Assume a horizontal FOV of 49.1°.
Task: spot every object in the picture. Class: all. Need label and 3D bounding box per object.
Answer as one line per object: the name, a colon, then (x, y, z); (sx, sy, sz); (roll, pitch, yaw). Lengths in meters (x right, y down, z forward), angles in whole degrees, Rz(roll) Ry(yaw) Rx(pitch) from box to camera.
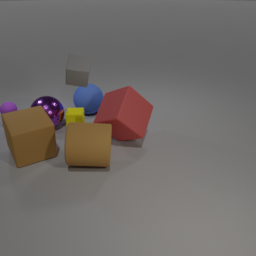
cube: (-1.573, -1.809, 8.867); (0.700, 0.700, 0.700); (7, 54, -8)
ball: (-5.105, -0.777, 11.985); (0.700, 0.700, 0.700); (0, 28, 0)
cube: (-3.407, 0.265, 9.718); (1.400, 1.400, 1.400); (-17, 40, -28)
cube: (-2.231, -0.408, 11.883); (0.700, 0.700, 0.700); (-1, 28, -3)
cube: (-0.156, -0.487, 10.334); (1.400, 1.400, 1.400); (-9, 54, 47)
ball: (-1.820, -1.348, 12.922); (1.400, 1.400, 1.400); (0, 28, 0)
ball: (-3.353, -0.631, 11.624); (1.400, 1.400, 1.400); (0, 28, 0)
cylinder: (-1.256, 0.537, 9.138); (1.400, 1.400, 1.400); (3, 28, -3)
